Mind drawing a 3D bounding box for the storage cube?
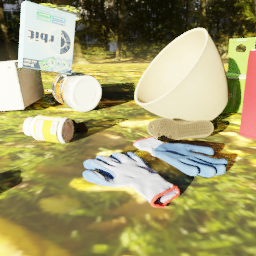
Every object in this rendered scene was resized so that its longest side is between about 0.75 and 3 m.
[{"bbox_3d":[4.538,-0.820,7.170,2.217,2.331,2.593,-10,20,-33],"label":"storage cube"}]

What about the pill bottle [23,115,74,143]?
[{"bbox_3d":[-2.071,0.012,7.244,1.191,0.663,0.663,6,17,19],"label":"pill bottle"}]

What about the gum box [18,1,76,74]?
[{"bbox_3d":[-2.642,-2.883,9.222,1.699,1.999,0.445,2,8,-38],"label":"gum box"}]

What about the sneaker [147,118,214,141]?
[{"bbox_3d":[1.383,0.079,7.516,1.718,0.605,0.649,2,-8,10],"label":"sneaker"}]

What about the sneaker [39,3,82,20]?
[{"bbox_3d":[-2.546,-4.194,10.463,1.736,0.663,0.655,12,38,7],"label":"sneaker"}]

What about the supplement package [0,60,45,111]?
[{"bbox_3d":[-4.794,-1.830,11.515,1.756,1.778,2.932,-6,15,1],"label":"supplement package"}]

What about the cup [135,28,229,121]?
[{"bbox_3d":[1.885,-1.254,8.562,2.018,2.821,2.821,38,3,-22],"label":"cup"}]

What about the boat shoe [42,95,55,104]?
[{"bbox_3d":[-3.543,-1.291,12.428,0.426,0.362,1.171,-13,18,-29],"label":"boat shoe"}]

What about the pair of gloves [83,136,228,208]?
[{"bbox_3d":[0.551,0.716,5.476,2.674,0.305,2.149,-14,23,-38],"label":"pair of gloves"}]

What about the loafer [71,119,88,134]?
[{"bbox_3d":[-1.671,-0.085,8.114,1.079,0.385,0.394,4,16,13],"label":"loafer"}]

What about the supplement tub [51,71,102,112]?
[{"bbox_3d":[-2.180,-1.542,11.350,1.444,1.444,2.356,-10,18,-32],"label":"supplement tub"}]

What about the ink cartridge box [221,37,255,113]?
[{"bbox_3d":[3.881,-2.106,11.000,1.025,2.705,2.000,-2,16,-7],"label":"ink cartridge box"}]
